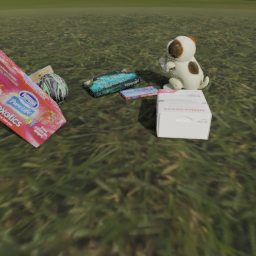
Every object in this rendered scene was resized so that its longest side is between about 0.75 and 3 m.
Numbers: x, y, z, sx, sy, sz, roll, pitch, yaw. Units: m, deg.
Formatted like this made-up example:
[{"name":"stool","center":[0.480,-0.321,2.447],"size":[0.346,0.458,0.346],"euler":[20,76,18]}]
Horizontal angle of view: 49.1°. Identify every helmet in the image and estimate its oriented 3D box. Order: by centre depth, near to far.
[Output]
[{"name":"helmet","center":[-2.651,-1.372,9.913],"size":[1.082,1.031,1.082],"euler":[19,35,-14]}]

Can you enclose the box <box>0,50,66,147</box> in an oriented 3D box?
[{"name":"box","center":[-2.960,-0.789,7.443],"size":[1.168,2.446,1.220],"euler":[-42,37,0]}]

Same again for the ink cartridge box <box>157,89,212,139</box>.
[{"name":"ink cartridge box","center":[1.637,-0.495,8.707],"size":[1.494,0.844,2.040],"euler":[3,27,5]}]

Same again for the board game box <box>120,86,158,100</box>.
[{"name":"board game box","center":[0.466,-1.397,11.148],"size":[1.437,0.140,0.740],"euler":[-11,30,-18]}]

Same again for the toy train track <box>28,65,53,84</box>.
[{"name":"toy train track","center":[-3.531,-1.612,9.880],"size":[0.417,1.470,2.563],"euler":[-13,24,29]}]

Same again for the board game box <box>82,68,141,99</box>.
[{"name":"board game box","center":[-0.696,-1.896,11.519],"size":[2.041,0.287,1.380],"euler":[-22,37,-19]}]

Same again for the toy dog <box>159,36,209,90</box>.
[{"name":"toy dog","center":[2.077,-2.465,10.789],"size":[1.452,2.081,2.018],"euler":[-31,37,-16]}]
